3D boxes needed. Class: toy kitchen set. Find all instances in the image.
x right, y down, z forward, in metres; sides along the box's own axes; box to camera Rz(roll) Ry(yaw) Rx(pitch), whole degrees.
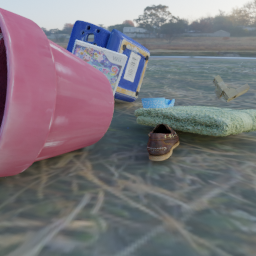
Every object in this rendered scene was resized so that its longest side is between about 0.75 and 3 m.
[{"bbox_3d":[3.374,-1.358,9.350,0.793,0.879,0.717,-28,-19,-2],"label":"toy kitchen set"}]

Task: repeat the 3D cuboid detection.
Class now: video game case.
[{"bbox_3d":[-0.956,-1.139,7.289,1.380,1.927,0.174,11,22,-26],"label":"video game case"}]

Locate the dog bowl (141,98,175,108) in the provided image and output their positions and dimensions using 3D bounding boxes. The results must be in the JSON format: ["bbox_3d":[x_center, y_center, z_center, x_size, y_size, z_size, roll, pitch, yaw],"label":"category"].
[{"bbox_3d":[0.961,-0.752,8.871,0.754,0.336,1.354,1,2,36],"label":"dog bowl"}]

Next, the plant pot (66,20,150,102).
[{"bbox_3d":[-0.695,-2.242,10.040,2.175,2.419,2.419,20,6,36],"label":"plant pot"}]

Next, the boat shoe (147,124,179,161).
[{"bbox_3d":[0.740,0.184,5.768,0.559,0.558,1.587,-5,9,14],"label":"boat shoe"}]

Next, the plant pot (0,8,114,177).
[{"bbox_3d":[-1.685,-0.512,5.180,2.688,2.688,2.406,14,6,39],"label":"plant pot"}]

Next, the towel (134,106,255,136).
[{"bbox_3d":[1.661,-0.258,6.827,2.028,0.499,2.734,-6,12,-39],"label":"towel"}]
